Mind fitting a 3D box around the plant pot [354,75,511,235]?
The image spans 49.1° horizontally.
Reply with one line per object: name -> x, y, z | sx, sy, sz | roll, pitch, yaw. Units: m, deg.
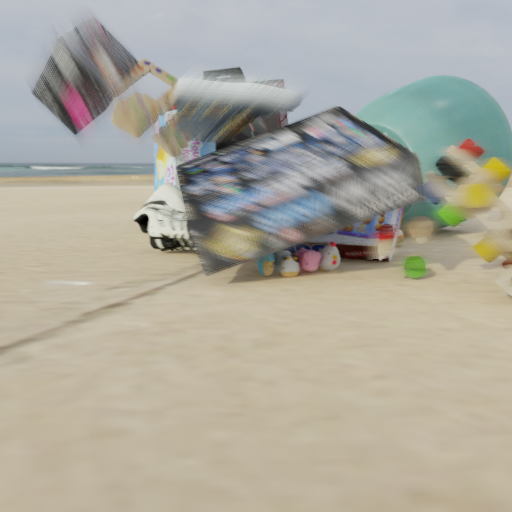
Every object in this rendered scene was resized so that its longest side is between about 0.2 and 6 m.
plant pot -> 3.282, -2.005, 12.081 | 2.749, 3.426, 3.426 | -23, 22, -40

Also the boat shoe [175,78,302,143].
boat shoe -> -0.306, -2.219, 8.817 | 2.057, 0.934, 0.728 | 10, 11, 19

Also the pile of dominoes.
pile of dominoes -> -1.652, -2.701, 9.636 | 1.715, 0.350, 2.200 | 30, 41, -3

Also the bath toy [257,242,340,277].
bath toy -> 0.642, 0.041, 7.674 | 1.211, 0.448, 0.527 | -5, 44, -24

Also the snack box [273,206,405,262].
snack box -> 0.632, -0.619, 9.622 | 3.570, 0.434, 1.283 | 4, 51, 27

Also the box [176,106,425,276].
box -> 0.384, -1.066, 7.840 | 2.888, 0.717, 2.866 | -21, 29, -2

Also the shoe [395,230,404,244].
shoe -> 1.615, -0.461, 10.293 | 2.296, 0.613, 0.803 | -1, 9, -7

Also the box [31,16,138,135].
box -> -1.933, -2.006, 6.280 | 1.061, 0.701, 0.608 | -30, 19, 48

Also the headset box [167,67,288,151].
headset box -> -0.564, -2.551, 13.140 | 2.622, 3.528, 1.323 | -2, 21, 12

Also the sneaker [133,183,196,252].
sneaker -> -1.216, -0.357, 9.387 | 1.040, 0.898, 2.374 | -42, 41, -13

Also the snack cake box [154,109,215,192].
snack cake box -> -1.493, -1.628, 11.462 | 0.854, 2.541, 1.461 | -2, 9, -26

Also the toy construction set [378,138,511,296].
toy construction set -> 2.538, -0.279, 6.412 | 2.322, 1.936, 1.784 | -20, 14, 21
